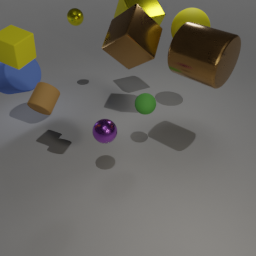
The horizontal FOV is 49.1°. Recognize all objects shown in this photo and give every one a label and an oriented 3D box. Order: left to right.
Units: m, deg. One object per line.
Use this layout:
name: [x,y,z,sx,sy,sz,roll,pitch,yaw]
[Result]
cube: [-2.806,-2.007,6.948,0.700,0.700,0.700,24,48,12]
cylinder: [-4.212,-2.006,10.463,1.400,1.400,1.400,1,26,43]
cylinder: [-2.384,-0.830,7.952,0.700,0.700,0.700,13,70,19]
ball: [-2.217,-4.666,11.788,0.700,0.700,0.700,0,33,0]
ball: [-0.649,0.089,7.865,0.700,0.700,0.700,0,33,0]
cube: [0.158,-3.202,10.024,1.400,1.400,1.400,-11,56,48]
cube: [0.431,-4.598,11.496,1.400,1.400,1.400,-20,77,-21]
ball: [0.565,-0.783,9.091,0.700,0.700,0.700,0,33,0]
ball: [2.263,-3.597,10.154,1.400,1.400,1.400,0,33,0]
cylinder: [2.002,-1.928,7.411,1.400,1.400,1.400,30,43,30]
